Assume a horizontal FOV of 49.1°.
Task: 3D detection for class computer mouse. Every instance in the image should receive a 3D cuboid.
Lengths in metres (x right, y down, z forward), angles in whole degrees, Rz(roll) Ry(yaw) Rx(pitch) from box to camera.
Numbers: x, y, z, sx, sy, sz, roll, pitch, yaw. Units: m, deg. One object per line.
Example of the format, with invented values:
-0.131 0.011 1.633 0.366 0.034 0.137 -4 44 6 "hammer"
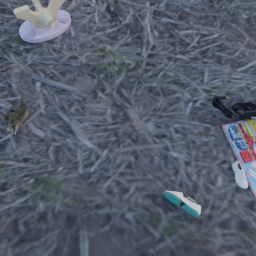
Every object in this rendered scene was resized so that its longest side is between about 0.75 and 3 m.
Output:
3.950 -0.703 9.939 1.995 0.459 1.401 -6 35 -18 "computer mouse"

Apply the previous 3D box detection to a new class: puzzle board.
4.576 0.794 9.377 1.958 0.226 2.599 -14 65 -6 "puzzle board"

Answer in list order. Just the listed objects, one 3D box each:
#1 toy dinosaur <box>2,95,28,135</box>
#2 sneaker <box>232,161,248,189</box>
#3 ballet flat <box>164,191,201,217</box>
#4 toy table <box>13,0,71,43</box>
-3.878 -0.449 9.877 0.783 0.589 1.531 25 59 -3 "toy dinosaur"
3.607 1.482 8.948 0.336 0.396 0.894 -11 65 -7 "sneaker"
1.698 2.239 8.629 1.235 0.429 0.429 33 69 10 "ballet flat"
-3.458 -4.538 11.350 2.227 1.304 2.047 -39 71 -18 "toy table"
